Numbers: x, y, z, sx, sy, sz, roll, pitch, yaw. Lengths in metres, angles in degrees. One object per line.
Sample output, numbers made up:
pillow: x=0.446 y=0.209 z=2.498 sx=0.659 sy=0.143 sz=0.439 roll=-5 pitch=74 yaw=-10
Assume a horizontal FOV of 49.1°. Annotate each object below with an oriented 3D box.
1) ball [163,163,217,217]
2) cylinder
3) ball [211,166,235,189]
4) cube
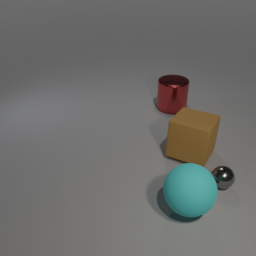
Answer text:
ball: x=1.643 y=1.642 z=7.450 sx=1.400 sy=1.400 sz=1.400 roll=0 pitch=32 yaw=0
cylinder: x=2.056 y=-1.562 z=12.908 sx=1.400 sy=1.400 sz=1.400 roll=-1 pitch=32 yaw=0
ball: x=2.909 y=1.503 z=8.580 sx=0.700 sy=0.700 sz=0.700 roll=0 pitch=32 yaw=0
cube: x=2.258 y=0.271 z=9.760 sx=1.400 sy=1.400 sz=1.400 roll=16 pitch=30 yaw=25
